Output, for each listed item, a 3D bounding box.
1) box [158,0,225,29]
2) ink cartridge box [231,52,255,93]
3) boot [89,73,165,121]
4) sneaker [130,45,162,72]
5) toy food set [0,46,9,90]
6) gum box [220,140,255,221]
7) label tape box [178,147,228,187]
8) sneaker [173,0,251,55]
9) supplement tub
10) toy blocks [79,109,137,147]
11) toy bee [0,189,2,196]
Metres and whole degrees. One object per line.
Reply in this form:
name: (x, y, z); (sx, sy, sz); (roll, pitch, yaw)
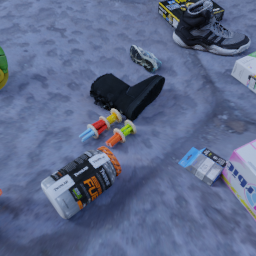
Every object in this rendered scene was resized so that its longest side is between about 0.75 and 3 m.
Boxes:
box: (2.734, -5.124, 12.284); (2.272, 0.561, 1.815); (-20, 53, -15)
ink cartridge box: (4.566, -1.823, 9.576); (1.132, 0.657, 1.563); (-27, 56, -20)
boot: (-0.040, -1.290, 9.105); (1.760, 0.795, 2.148); (31, 61, 23)
sneaker: (0.639, -2.590, 10.359); (0.622, 0.559, 1.440); (-27, 62, -34)
toy food set: (-4.702, -2.483, 8.926); (1.585, 2.694, 0.880); (-25, 11, -40)
gum box: (3.287, 1.568, 6.466); (0.755, 1.296, 2.284); (-22, 55, -17)
label tape box: (2.024, 0.945, 7.584); (1.064, 0.337, 0.767); (35, 59, 24)
sneaker: (3.230, -3.796, 10.489); (2.958, 1.683, 1.116); (11, 52, 9)
supplement tub: (-1.094, 1.267, 6.853); (1.780, 1.091, 1.091); (-35, 59, -24)
toy blocks: (-0.610, 0.147, 8.119); (1.363, 0.495, 1.136); (-36, 59, -25)
toy bee: (-3.503, 1.486, 6.089); (1.378, 2.535, 1.660); (17, 15, 28)
